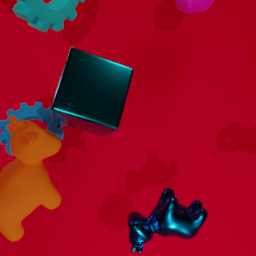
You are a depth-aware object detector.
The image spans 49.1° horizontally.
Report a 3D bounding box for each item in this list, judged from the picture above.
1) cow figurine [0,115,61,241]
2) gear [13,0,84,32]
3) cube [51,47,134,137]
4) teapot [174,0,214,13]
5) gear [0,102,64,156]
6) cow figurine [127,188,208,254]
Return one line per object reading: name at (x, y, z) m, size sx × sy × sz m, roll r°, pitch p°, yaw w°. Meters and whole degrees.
cow figurine at (-1.768, 0.762, 4.521) m, size 1.691 × 1.664 × 0.928 m, roll -41°, pitch 39°, yaw -25°
gear at (-1.489, -2.884, 5.456) m, size 0.352 × 1.904 × 1.904 m, roll 28°, pitch 76°, yaw 19°
cube at (-0.667, -0.561, 4.987) m, size 1.104 × 1.104 × 1.104 m, roll 17°, pitch 78°, yaw -12°
teapot at (1.533, -3.018, 6.059) m, size 0.900 × 1.143 × 1.838 m, roll 31°, pitch 55°, yaw 24°
gear at (-2.118, 0.044, 6.177) m, size 1.344 × 0.249 × 1.344 m, roll 4°, pitch 59°, yaw -7°
cow figurine at (0.722, 1.961, 5.633) m, size 1.447 × 0.794 × 1.424 m, roll 23°, pitch 99°, yaw -6°
